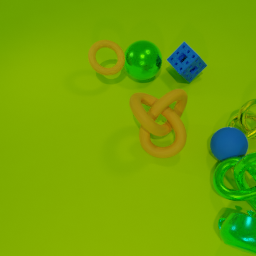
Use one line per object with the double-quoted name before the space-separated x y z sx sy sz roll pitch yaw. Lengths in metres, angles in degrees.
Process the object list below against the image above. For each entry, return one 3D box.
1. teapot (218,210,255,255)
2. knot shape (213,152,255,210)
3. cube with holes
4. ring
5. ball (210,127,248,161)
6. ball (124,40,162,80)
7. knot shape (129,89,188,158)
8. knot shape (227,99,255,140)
"teapot" 2.635 2.229 6.048 1.109 1.784 0.874 28 70 -23
"knot shape" 2.976 1.186 6.621 1.706 1.596 0.788 40 37 26
"cube with holes" 1.970 -2.185 9.354 0.805 0.805 0.805 -44 57 18
"ring" -0.675 -2.244 8.927 1.195 0.239 1.195 3 78 -14
"ball" 2.748 0.461 7.636 0.976 0.976 0.976 0 53 0
"ball" 0.495 -2.284 9.460 1.325 1.325 1.325 0 53 0
"knot shape" 1.026 -0.328 7.848 1.882 2.011 0.929 -40 18 -25
"knot shape" 3.630 -0.060 8.020 1.276 1.363 0.630 41 33 13
